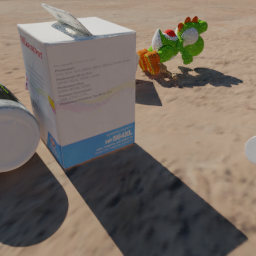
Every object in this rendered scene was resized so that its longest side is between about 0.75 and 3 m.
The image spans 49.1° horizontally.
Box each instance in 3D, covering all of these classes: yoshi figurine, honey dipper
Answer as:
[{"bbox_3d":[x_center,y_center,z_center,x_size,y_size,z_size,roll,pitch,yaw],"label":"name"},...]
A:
[{"bbox_3d":[1.850,-2.919,10.560,2.886,1.616,1.622,-33,80,-9],"label":"yoshi figurine"},{"bbox_3d":[1.406,-2.030,10.029,0.299,0.299,1.577,-6,25,-10],"label":"honey dipper"}]

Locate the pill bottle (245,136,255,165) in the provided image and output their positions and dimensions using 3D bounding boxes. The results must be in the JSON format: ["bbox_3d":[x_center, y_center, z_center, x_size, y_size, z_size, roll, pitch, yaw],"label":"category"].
[{"bbox_3d":[2.707,0.434,5.332,1.105,0.630,0.630,4,21,-44],"label":"pill bottle"}]

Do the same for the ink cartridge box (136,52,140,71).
[{"bbox_3d":[-0.820,-2.487,9.662,2.090,0.878,1.514,13,-7,22],"label":"ink cartridge box"}]

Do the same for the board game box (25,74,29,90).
[{"bbox_3d":[-2.198,-1.668,8.571,1.752,0.902,0.919,2,33,-21],"label":"board game box"}]

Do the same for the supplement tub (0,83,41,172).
[{"bbox_3d":[-2.863,-0.192,5.814,1.399,1.399,2.283,-20,35,-30],"label":"supplement tub"}]

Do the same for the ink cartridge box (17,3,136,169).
[{"bbox_3d":[-1.027,-1.026,5.892,1.798,2.871,1.845,-18,36,-28],"label":"ink cartridge box"}]
